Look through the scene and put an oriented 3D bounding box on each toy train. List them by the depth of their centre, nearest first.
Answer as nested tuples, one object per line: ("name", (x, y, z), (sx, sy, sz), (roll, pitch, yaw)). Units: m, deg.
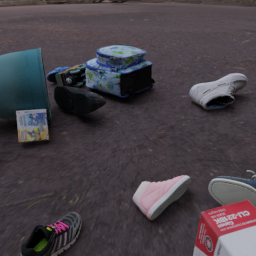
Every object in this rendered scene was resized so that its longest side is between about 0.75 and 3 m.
("toy train", (-2.706, -2.822, 14.684), (1.317, 0.985, 2.311), (4, 29, 25))

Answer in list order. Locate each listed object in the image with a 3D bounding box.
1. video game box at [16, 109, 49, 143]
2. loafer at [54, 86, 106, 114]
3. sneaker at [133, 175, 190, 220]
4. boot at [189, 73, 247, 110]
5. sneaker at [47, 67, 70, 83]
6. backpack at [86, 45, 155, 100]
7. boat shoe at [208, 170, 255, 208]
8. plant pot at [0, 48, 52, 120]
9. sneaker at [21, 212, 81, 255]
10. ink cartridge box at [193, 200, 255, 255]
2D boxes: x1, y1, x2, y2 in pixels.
("video game box", (-3.277, -0.085, 9.648), (0.993, 1.090, 0.255), (-6, -3, -15))
("loafer", (-2.093, -1.182, 11.655), (1.012, 1.019, 2.801), (-10, 25, -44))
("sneaker", (0.850, 1.589, 7.344), (1.704, 0.641, 0.891), (-29, 46, -34))
("boot", (4.337, -1.516, 12.466), (2.980, 1.096, 1.424), (-17, 40, -12))
("sneaker", (-3.769, -2.887, 15.010), (0.722, 0.607, 1.841), (23, 33, 23))
("backpack", (-0.536, -2.819, 13.447), (2.897, 2.129, 2.651), (14, 29, 30))
("boat shoe", (3.301, 1.671, 6.925), (2.526, 0.946, 0.781), (12, 34, 17))
("plant pot", (-4.387, -1.487, 10.503), (2.598, 2.765, 2.765), (-9, 31, -15))
("sneaker", (-1.626, 2.312, 6.029), (0.617, 0.732, 1.673), (19, 35, 29))
("ink cartridge box", (2.072, 2.680, 4.367), (1.023, 1.763, 2.444), (-9, 32, -15))
